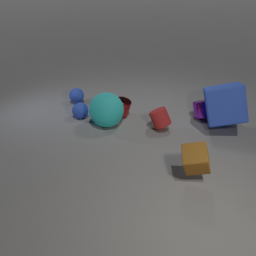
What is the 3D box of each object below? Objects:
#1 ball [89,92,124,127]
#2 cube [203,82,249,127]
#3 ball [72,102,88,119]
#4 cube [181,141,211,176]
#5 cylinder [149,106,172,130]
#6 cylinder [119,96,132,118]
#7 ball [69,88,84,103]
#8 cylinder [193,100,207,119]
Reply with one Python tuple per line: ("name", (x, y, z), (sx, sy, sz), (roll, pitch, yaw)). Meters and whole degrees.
("ball", (-0.873, -0.732, 11.327), (1.400, 1.400, 1.400), (0, 29, 0))
("cube", (3.717, -0.928, 10.780), (1.400, 1.400, 1.400), (-8, 11, 14))
("ball", (-2.064, -0.752, 12.092), (0.700, 0.700, 0.700), (0, 29, 0))
("cube", (1.943, 0.879, 8.005), (0.700, 0.700, 0.700), (-8, 52, 17))
("cylinder", (1.272, -0.397, 11.062), (0.700, 0.700, 0.700), (-23, 12, 5))
("cylinder", (-0.264, -0.902, 12.174), (0.700, 0.700, 0.700), (13, 33, -8))
("ball", (-2.463, -1.565, 13.429), (0.700, 0.700, 0.700), (0, 29, 0))
("cylinder", (3.159, -0.808, 12.005), (0.700, 0.700, 0.700), (-10, 12, 2))
